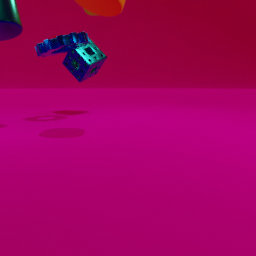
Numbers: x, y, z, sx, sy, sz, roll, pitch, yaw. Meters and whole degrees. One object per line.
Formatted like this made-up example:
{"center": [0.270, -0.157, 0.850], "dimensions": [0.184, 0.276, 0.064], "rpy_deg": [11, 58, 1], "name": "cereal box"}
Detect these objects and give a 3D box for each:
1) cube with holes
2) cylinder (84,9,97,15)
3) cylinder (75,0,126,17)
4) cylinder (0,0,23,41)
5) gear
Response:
{"center": [-1.777, -2.774, 11.485], "dimensions": [1.106, 1.106, 1.106], "rpy_deg": [-40, -3, -44], "name": "cube with holes"}
{"center": [-1.041, -4.344, 9.749], "dimensions": [0.780, 0.780, 0.780], "rpy_deg": [15, 16, 35], "name": "cylinder"}
{"center": [-0.465, -2.941, 5.470], "dimensions": [1.057, 1.057, 1.057], "rpy_deg": [17, -7, 2], "name": "cylinder"}
{"center": [-3.243, -2.845, 6.748], "dimensions": [1.139, 1.139, 1.139], "rpy_deg": [-13, -1, 0], "name": "cylinder"}
{"center": [-2.084, -2.662, 8.956], "dimensions": [1.688, 0.312, 1.688], "rpy_deg": [-16, 11, 3], "name": "gear"}
